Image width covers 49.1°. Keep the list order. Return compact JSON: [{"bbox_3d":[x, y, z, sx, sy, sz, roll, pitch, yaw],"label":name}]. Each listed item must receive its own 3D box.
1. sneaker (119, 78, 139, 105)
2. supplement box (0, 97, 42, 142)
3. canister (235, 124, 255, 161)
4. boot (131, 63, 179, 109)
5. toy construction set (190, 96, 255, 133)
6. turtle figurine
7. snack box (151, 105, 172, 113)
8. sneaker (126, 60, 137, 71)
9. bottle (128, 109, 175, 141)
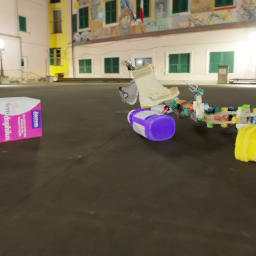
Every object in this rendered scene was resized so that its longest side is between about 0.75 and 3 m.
[{"bbox_3d":[0.088,-1.924,12.886,0.925,1.602,0.601,12,6,-22],"label":"sneaker"},{"bbox_3d":[-3.891,-0.249,8.251,2.336,1.182,1.207,-11,15,-43],"label":"supplement box"},{"bbox_3d":[3.388,0.423,6.086,1.693,0.733,1.257,10,15,36],"label":"canister"},{"bbox_3d":[1.049,-1.692,10.528,1.997,1.552,0.727,-25,10,-35],"label":"boot"},{"bbox_3d":[3.289,-0.404,9.685,2.359,1.087,1.547,14,15,13],"label":"toy construction set"},{"bbox_3d":[2.474,-1.016,11.856,1.963,1.320,2.622,-23,37,-24],"label":"turtle figurine"},{"bbox_3d":[1.733,-0.975,14.144,0.942,0.319,0.795,4,12,28],"label":"snack box"},{"bbox_3d":[0.166,-2.786,13.052,0.289,0.393,0.870,45,5,38],"label":"sneaker"},{"bbox_3d":[0.614,-0.182,9.002,0.961,0.751,2.300,-8,13,-19],"label":"bottle"}]
